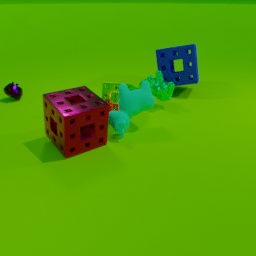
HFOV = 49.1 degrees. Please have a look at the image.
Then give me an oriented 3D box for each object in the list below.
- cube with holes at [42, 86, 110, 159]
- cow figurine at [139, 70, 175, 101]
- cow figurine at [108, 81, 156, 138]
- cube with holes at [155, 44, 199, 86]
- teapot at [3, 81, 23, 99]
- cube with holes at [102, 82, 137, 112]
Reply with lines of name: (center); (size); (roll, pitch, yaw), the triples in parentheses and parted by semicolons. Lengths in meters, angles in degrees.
cube with holes: (-1.289, -0.192, 6.912); (1.165, 1.165, 1.165); (-18, 41, -33)
cow figurine: (0.957, -1.301, 9.547); (0.760, 1.363, 1.385); (-34, 63, -19)
cow figurine: (0.100, -0.504, 7.566); (1.415, 0.777, 1.392); (-10, 71, -5)
cube with holes: (1.893, -2.340, 10.526); (1.362, 1.362, 1.362); (-4, 13, 17)
teapot: (-4.053, -1.357, 9.955); (0.666, 0.524, 1.071); (23, -12, -6)
cube with holes: (-0.260, -0.878, 8.525); (0.860, 0.860, 0.860); (7, 2, 13)
